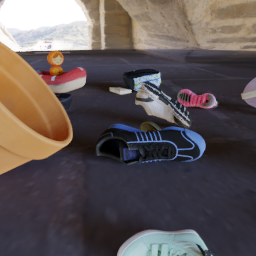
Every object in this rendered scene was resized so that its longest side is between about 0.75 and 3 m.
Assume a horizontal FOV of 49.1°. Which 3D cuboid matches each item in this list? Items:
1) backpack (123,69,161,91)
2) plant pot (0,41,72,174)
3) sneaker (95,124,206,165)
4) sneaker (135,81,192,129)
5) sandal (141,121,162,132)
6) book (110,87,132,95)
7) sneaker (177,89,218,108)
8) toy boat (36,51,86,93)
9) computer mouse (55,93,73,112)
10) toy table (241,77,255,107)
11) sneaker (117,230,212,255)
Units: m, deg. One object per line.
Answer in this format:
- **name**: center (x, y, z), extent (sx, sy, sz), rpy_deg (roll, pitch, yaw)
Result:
- **backpack**: center (0.736, -2.265, 13.171), extent (1.632, 1.255, 1.331), rpy_deg (-25, 22, -7)
- **plant pot**: center (-2.475, -0.202, 5.038), extent (1.747, 2.496, 2.496), rpy_deg (-37, 18, 7)
- **sneaker**: center (0.407, 0.438, 5.828), extent (2.260, 0.793, 0.881), rpy_deg (4, 27, 22)
- **sneaker**: center (1.021, -0.554, 8.105), extent (1.844, 0.738, 0.680), rpy_deg (38, 34, 2)
- **sandal**: center (0.660, 0.181, 6.882), extent (0.348, 0.484, 1.219), rpy_deg (-35, 37, -17)
- **book**: center (-0.342, -1.732, 12.898), extent (0.618, 0.222, 0.926), rpy_deg (-9, 19, -33)
- **sneaker**: center (2.604, -1.025, 10.412), extent (1.617, 0.639, 0.771), rpy_deg (21, 10, 41)
- **toy boat**: center (-3.317, -2.676, 13.080), extent (2.784, 1.820, 1.817), rpy_deg (7, 20, 18)
- **computer mouse**: center (-2.975, -0.421, 8.588), extent (1.906, 0.625, 2.715), rpy_deg (1, 23, 19)
- **toy table**: center (4.882, -1.293, 9.441), extent (2.039, 1.875, 1.194), rpy_deg (-28, -9, 32)
- **sneaker**: center (0.460, 1.475, 3.161), extent (1.090, 0.401, 0.643), rpy_deg (-3, 13, -17)
